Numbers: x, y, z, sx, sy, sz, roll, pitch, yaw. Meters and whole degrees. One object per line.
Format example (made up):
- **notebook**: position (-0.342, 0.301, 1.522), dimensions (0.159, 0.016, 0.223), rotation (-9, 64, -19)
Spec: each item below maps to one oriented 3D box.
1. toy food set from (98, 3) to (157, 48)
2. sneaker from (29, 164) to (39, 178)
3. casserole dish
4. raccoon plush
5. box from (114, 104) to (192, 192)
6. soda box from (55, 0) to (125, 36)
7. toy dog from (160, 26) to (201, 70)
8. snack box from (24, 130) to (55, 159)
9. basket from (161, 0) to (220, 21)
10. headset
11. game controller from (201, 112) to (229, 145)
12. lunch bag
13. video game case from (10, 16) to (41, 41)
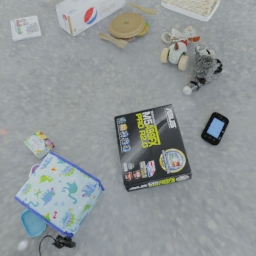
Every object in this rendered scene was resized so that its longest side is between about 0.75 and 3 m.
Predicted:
- **toy food set**: position (0.010, -3.804, 10.630), dimensions (1.502, 0.437, 2.176), rotation (30, 68, 25)
- **sneaker**: position (-2.193, 1.615, 7.214), dimensions (0.506, 0.673, 1.351), rotation (-11, 79, -35)
- **casserole dish**: position (-2.338, 2.334, 6.932), dimensions (0.470, 0.150, 0.775), rotation (-29, 64, -20)
- **raccoon plush**: position (2.255, -2.013, 9.278), dimensions (1.759, 0.851, 1.178), rotation (-29, 55, -16)
- **box**: position (0.621, 0.497, 7.700), dimensions (1.756, 0.485, 2.191), rotation (-12, 59, 5)
- **soda box**: position (-1.373, -4.725, 10.817), dimensions (2.772, 0.944, 0.883), rotation (-40, 66, -22)
- **toy dog**: position (1.831, -2.980, 9.731), dimensions (1.317, 0.962, 1.997), rotation (5, 58, 3)
- **snack box**: position (-2.514, 0.460, 7.949), dimensions (0.557, 0.208, 0.784), rotation (-41, 50, -21)
- **basket**: position (2.563, -5.395, 11.027), dimensions (2.099, 1.295, 1.423), rotation (27, 63, 15)
- **headset**: position (-2.197, 3.513, 5.919), dimensions (1.710, 1.301, 2.769), rotation (31, 78, 18)
- **game controller**: position (2.593, 0.015, 8.320), dimensions (0.572, 0.231, 1.096), rotation (26, 63, 16)
- **lunch bag**: position (-1.602, 1.487, 6.514), dimensions (1.643, 1.047, 1.397), rotation (29, 68, 15)
- **video game case**: position (-3.930, -3.846, 10.753), dimensions (1.039, 0.135, 1.142), rotation (-15, 59, -9)
